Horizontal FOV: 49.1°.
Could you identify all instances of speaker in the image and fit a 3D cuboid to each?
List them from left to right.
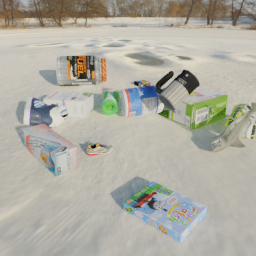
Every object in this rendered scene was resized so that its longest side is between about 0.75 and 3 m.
[{"bbox_3d":[-0.811,-1.252,13.297,0.831,0.831,1.879,0,24,0],"label":"speaker"}]

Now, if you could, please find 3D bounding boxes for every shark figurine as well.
[{"bbox_3d":[3.889,0.147,9.731,0.985,2.360,1.410,47,4,10],"label":"shark figurine"}]

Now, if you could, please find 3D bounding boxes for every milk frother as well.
[{"bbox_3d":[1.977,-1.378,11.206,1.433,1.524,1.375,-44,44,-6],"label":"milk frother"}]

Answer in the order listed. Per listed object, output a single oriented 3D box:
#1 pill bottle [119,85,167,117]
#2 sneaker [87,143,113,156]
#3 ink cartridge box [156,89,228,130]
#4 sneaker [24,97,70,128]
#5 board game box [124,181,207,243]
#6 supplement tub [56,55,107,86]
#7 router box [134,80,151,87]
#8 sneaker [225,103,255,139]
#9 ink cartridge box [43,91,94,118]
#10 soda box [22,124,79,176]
[{"bbox_3d":[0.852,-1.240,12.557,2.290,1.285,1.285,-9,25,-12],"label":"pill bottle"},{"bbox_3d":[-0.933,0.687,9.361,0.903,0.371,0.351,-7,24,-17],"label":"sneaker"},{"bbox_3d":[2.574,-1.089,12.565,2.138,1.096,2.893,-17,29,-32],"label":"ink cartridge box"},{"bbox_3d":[-3.398,-0.635,11.893,1.782,0.980,2.433,4,17,-15],"label":"sneaker"},{"bbox_3d":[0.875,1.905,6.638,1.581,0.289,1.196,20,30,36],"label":"board game box"},{"bbox_3d":[-2.836,-3.546,17.293,2.988,1.831,1.831,-3,24,-7],"label":"supplement tub"},{"bbox_3d":[0.898,-2.787,17.569,0.702,0.240,0.941,-12,26,-26],"label":"router box"},{"bbox_3d":[4.382,-0.402,11.187,0.955,0.943,2.500,5,22,10],"label":"sneaker"},{"bbox_3d":[-2.707,-1.114,12.959,1.941,0.815,1.406,4,24,9],"label":"ink cartridge box"},{"bbox_3d":[-2.548,0.620,9.021,0.825,0.766,2.411,-18,29,-36],"label":"soda box"}]
